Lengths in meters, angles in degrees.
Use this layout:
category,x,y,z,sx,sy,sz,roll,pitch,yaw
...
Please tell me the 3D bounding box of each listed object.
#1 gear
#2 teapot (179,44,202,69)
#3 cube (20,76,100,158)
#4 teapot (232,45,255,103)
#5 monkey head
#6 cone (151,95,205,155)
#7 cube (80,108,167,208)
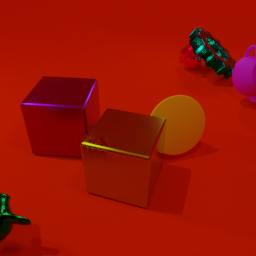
category,x,y,z,sx,sy,sz,roll,pitch,yaw
gear,2.884,-2.562,9.474,1.967,0.364,1.967,26,41,-25
teapot,2.167,-2.517,9.999,0.716,0.910,1.463,-20,18,5
cube,-1.435,-0.277,6.423,1.345,1.345,1.345,4,36,5
teapot,3.512,-1.389,7.795,1.104,1.776,0.869,-14,12,-27
monkey head,-2.222,1.299,4.080,1.460,1.050,0.880,-18,50,-9
cone,0.881,-0.218,6.535,1.316,1.316,1.320,-9,18,-13
cube,-0.036,0.530,5.390,1.247,1.247,1.247,11,37,15
